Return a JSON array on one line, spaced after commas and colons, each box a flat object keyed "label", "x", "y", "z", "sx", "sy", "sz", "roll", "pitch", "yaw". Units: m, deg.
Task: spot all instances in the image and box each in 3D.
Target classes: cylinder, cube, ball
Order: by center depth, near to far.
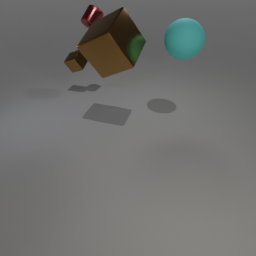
[{"label": "cube", "x": -0.503, "y": -2.718, "z": 9.077, "sx": 1.400, "sy": 1.400, "sz": 1.400, "roll": -9, "pitch": 45, "yaw": 39}, {"label": "ball", "x": 1.976, "y": -3.106, "z": 9.822, "sx": 1.400, "sy": 1.400, "sz": 1.400, "roll": 0, "pitch": 31, "yaw": 0}, {"label": "cylinder", "x": -1.446, "y": -4.459, "z": 11.313, "sx": 0.700, "sy": 0.700, "sz": 0.700, "roll": 27, "pitch": -5, "yaw": 3}, {"label": "cube", "x": -2.445, "y": -3.148, "z": 13.216, "sx": 0.700, "sy": 0.700, "sz": 0.700, "roll": -5, "pitch": 49, "yaw": 35}]
